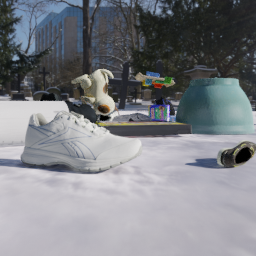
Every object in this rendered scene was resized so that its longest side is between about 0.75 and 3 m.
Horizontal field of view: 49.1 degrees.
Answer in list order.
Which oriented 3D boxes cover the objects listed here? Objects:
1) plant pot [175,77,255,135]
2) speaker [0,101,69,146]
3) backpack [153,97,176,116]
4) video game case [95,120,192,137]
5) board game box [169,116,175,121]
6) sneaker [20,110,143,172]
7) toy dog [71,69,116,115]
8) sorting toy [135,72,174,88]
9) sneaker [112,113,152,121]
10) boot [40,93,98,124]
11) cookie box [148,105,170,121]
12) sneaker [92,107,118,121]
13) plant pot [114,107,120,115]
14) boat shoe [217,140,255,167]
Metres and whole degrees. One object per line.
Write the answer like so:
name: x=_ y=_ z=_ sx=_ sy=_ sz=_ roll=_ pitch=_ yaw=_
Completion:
plant pot: x=2.937 y=-0.779 z=9.679 sx=2.690 sy=1.802 sz=2.690 roll=0 pitch=5 yaw=0
speaker: x=-2.607 y=-0.094 z=6.111 sx=2.494 sy=1.013 sz=1.013 roll=-3 pitch=6 yaw=-29
backpack: x=2.282 y=-1.151 z=17.700 sx=1.047 sy=1.303 sz=1.424 roll=-21 pitch=-18 yaw=33
video game case: x=0.327 y=-0.014 z=8.877 sx=2.638 sy=0.336 sz=2.384 roll=-1 pitch=4 yaw=-9
board game box: x=3.054 y=-0.573 z=16.606 sx=1.539 sy=0.282 sz=1.164 roll=-3 pitch=5 yaw=-28
sneaker: x=-0.718 y=0.164 z=3.990 sx=1.879 sy=0.818 sz=0.700 roll=2 pitch=4 yaw=15
toy dog: x=-1.108 y=-1.312 z=10.858 sx=1.643 sy=1.695 sz=1.183 roll=-20 pitch=8 yaw=14
sorting toy: x=1.193 y=-2.143 z=13.133 sx=1.666 sy=0.403 sz=2.958 roll=12 pitch=3 yaw=-6
sneaker: x=0.283 y=-0.310 z=11.073 sx=1.661 sy=0.624 sz=0.955 roll=-2 pitch=6 yaw=27
boot: x=-1.882 y=-0.517 z=9.569 sx=1.955 sy=0.888 sz=2.326 roll=17 pitch=4 yaw=-28
cookie box: x=1.663 y=-0.786 z=15.207 sx=1.105 sy=0.945 sz=0.415 roll=2 pitch=1 yaw=25
sneaker: x=-1.699 y=-0.632 z=14.472 sx=2.308 sy=0.867 sz=0.936 roll=0 pitch=13 yaw=15
plant pot: x=-0.929 y=-0.810 z=16.051 sx=1.052 sy=1.052 sz=1.126 roll=-2 pitch=22 yaw=-28
boat shoe: x=1.731 y=0.399 z=4.239 sx=0.927 sy=0.330 sz=0.279 roll=-12 pitch=14 yaw=-37
